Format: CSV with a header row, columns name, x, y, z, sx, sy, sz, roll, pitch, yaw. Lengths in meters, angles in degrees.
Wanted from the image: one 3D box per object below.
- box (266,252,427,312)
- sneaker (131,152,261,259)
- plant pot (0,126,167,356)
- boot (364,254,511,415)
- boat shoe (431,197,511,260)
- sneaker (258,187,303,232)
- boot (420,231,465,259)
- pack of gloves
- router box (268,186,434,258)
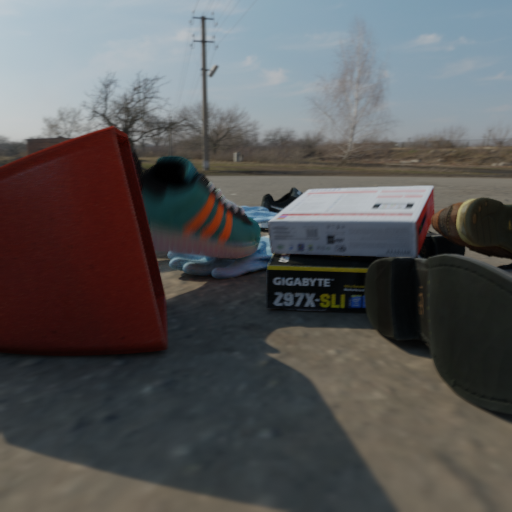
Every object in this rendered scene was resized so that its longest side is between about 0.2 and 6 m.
name,x,y,z,sx,sy,sz,roll,pitch,yaw
box,1.293,0.183,8.080,2.098,0.648,2.628,3,11,6
sneaker,-0.936,-0.758,8.566,1.190,1.333,3.335,20,9,34
plant pot,-2.135,-0.085,6.050,1.912,2.168,2.170,-13,12,-8
boot,2.852,0.429,5.386,2.840,1.129,3.262,-2,9,-11
boat shoe,2.832,-0.313,6.657,1.842,0.663,0.622,10,-3,-34
sneaker,1.213,-1.201,14.342,2.438,1.103,0.810,-1,11,-8
boot,2.726,-0.192,10.362,2.041,0.706,1.777,6,7,0
pack of gloves,-0.438,-0.155,10.679,3.735,0.737,3.138,-10,27,-36
router box,1.374,-0.512,7.719,1.921,0.469,1.724,2,21,25
